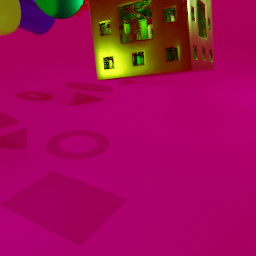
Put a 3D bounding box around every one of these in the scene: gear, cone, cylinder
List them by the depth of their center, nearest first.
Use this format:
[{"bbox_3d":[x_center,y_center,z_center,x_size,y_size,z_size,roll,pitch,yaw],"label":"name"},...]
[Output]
[{"bbox_3d":[-2.817,-2.264,5.222,1.121,1.121,1.121,-2,27,17],"label":"cylinder"},{"bbox_3d":[-1.241,-2.990,5.972,1.163,1.163,1.168,7,27,12],"label":"cone"},{"bbox_3d":[-2.521,-3.012,6.846,1.148,1.148,1.148,20,8,33],"label":"cylinder"},{"bbox_3d":[-1.791,-4.123,8.774,1.319,1.319,0.244,1,-9,3],"label":"gear"}]

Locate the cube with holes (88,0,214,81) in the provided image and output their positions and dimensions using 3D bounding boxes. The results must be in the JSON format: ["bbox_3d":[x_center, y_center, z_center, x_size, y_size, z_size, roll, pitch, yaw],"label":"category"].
[{"bbox_3d":[0.388,-1.386,3.904,1.287,1.287,1.287,-1,10,29],"label":"cube with holes"}]
